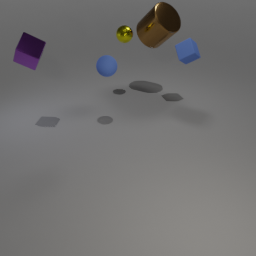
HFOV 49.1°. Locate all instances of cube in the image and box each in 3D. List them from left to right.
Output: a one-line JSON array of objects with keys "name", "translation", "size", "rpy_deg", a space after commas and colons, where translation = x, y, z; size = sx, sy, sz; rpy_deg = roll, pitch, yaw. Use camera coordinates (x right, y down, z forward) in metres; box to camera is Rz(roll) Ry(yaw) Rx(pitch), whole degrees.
[{"name": "cube", "translation": [-3.014, -2.335, 8.573], "size": [0.700, 0.700, 0.700], "rpy_deg": [22, 63, -20]}, {"name": "cube", "translation": [2.454, -3.136, 11.487], "size": [0.700, 0.700, 0.700], "rpy_deg": [-21, -15, 32]}]

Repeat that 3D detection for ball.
[{"name": "ball", "translation": [-0.701, -2.043, 9.244], "size": [0.700, 0.700, 0.700], "rpy_deg": [0, 30, 0]}, {"name": "ball", "translation": [-0.144, -3.864, 11.544], "size": [0.700, 0.700, 0.700], "rpy_deg": [0, 30, 0]}]

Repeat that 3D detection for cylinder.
[{"name": "cylinder", "translation": [1.295, -4.364, 11.988], "size": [1.400, 1.400, 1.400], "rpy_deg": [-23, -1, -35]}]
